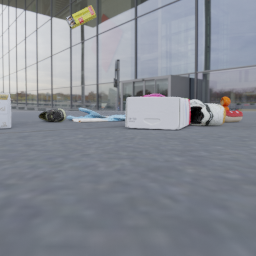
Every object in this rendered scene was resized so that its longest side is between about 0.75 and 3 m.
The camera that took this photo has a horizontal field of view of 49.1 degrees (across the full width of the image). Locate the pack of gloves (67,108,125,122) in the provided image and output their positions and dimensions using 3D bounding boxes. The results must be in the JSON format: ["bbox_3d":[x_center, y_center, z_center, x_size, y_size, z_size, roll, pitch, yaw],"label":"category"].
[{"bbox_3d":[-1.082,-0.603,12.118,2.907,0.574,2.442,-3,4,-29],"label":"pack of gloves"}]

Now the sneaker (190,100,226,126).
[{"bbox_3d":[2.049,-0.514,9.038,0.963,0.831,2.197,-3,4,-27],"label":"sneaker"}]

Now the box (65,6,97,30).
[{"bbox_3d":[-1.659,-3.902,9.911,1.034,0.389,0.259,-25,-2,1],"label":"box"}]

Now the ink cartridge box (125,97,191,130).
[{"bbox_3d":[0.917,-0.432,7.833,1.444,0.838,1.956,2,3,19],"label":"ink cartridge box"}]

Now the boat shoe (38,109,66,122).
[{"bbox_3d":[-2.878,-0.433,10.564,1.422,0.508,0.467,1,12,44],"label":"boat shoe"}]

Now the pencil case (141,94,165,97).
[{"bbox_3d":[0.960,-0.917,12.171,1.308,1.268,2.793,29,1,-7],"label":"pencil case"}]

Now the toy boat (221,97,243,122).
[{"bbox_3d":[3.713,-0.716,10.769,1.479,0.967,0.965,-3,5,-37],"label":"toy boat"}]

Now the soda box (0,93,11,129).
[{"bbox_3d":[-4.053,-0.522,8.338,1.002,0.937,2.943,-2,5,-24],"label":"soda box"}]
